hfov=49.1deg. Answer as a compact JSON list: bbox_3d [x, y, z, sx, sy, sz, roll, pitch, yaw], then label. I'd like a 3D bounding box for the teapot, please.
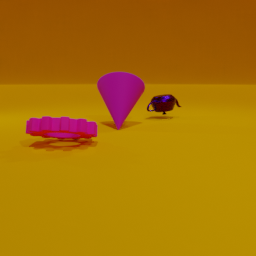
[{"bbox_3d":[1.220,-0.776,9.336,1.342,0.657,0.834,-12,13,-21],"label":"teapot"}]

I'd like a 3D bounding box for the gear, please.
[{"bbox_3d":[-1.265,0.022,5.432,1.322,0.245,1.322,1,-9,0],"label":"gear"}]

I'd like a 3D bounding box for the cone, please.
[{"bbox_3d":[-0.220,-0.549,7.464,1.331,1.336,1.331,2,-27,1],"label":"cone"}]
